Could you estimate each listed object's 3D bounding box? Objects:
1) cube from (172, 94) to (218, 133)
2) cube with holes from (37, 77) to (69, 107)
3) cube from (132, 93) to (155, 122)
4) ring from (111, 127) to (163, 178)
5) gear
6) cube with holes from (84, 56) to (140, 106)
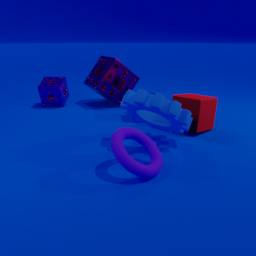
[{"bbox_3d":[1.973,-0.474,8.472,0.983,0.983,0.983,-10,20,-44],"label":"cube"},{"bbox_3d":[-2.983,-1.463,11.308,0.889,0.889,0.889,2,38,5],"label":"cube with holes"},{"bbox_3d":[0.573,-0.703,9.554,0.824,0.824,0.824,-1,19,-4],"label":"cube"},{"bbox_3d":[0.196,0.494,5.887,1.259,0.252,1.259,26,35,-20],"label":"ring"},{"bbox_3d":[0.716,-0.392,7.226,1.830,0.339,1.830,21,-13,5],"label":"gear"},{"bbox_3d":[-0.687,-1.925,11.414,1.381,1.381,1.381,33,-1,-33],"label":"cube with holes"}]
